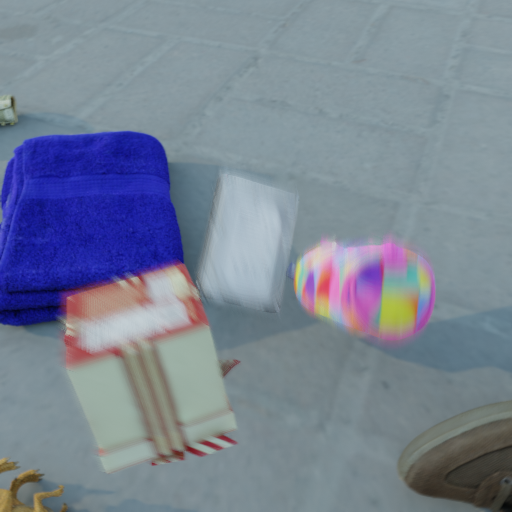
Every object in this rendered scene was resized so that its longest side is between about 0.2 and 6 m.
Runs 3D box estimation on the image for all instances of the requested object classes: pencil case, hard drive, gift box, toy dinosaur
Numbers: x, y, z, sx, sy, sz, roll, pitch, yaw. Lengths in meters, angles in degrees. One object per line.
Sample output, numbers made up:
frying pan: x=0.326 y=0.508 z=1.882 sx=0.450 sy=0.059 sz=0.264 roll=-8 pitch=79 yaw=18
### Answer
pencil case: x=1.122 y=0.322 z=6.494 sx=1.034 sy=1.034 sz=2.341 roll=-12 pitch=5 yaw=-12
hard drive: x=-0.103 y=-0.163 z=7.559 sx=1.169 sy=0.317 sz=1.673 roll=16 pitch=76 yaw=-19
gift box: x=-0.846 y=1.031 z=5.076 sx=1.456 sy=1.360 sz=1.344 roll=-13 pitch=29 yaw=-7
toy dinosaur: x=-2.664 y=2.722 z=5.772 sx=2.010 sy=0.607 sz=1.068 roll=-5 pitch=45 yaw=-5

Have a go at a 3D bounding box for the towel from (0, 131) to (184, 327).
towel: x=-2.757 y=-0.741 z=9.058 sx=2.894 sy=0.971 sz=3.920 roll=-9 pitch=45 yaw=-8

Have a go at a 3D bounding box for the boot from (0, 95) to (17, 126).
boot: x=-5.631 y=-2.790 z=11.473 sx=1.283 sy=0.598 sz=1.659 roll=-5 pitch=44 yaw=-8

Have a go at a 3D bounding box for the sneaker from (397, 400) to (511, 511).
sneaker: x=3.208 y=2.264 z=5.783 sx=3.334 sy=1.174 sz=1.259 roll=-6 pitch=42 yaw=-6
